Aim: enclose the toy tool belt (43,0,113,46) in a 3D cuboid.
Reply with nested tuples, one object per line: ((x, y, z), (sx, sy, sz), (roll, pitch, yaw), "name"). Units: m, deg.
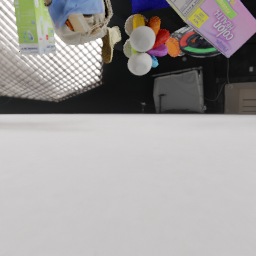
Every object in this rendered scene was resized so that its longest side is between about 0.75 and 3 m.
((-1.332, -3.030, 5.743), (1.600, 2.563, 1.575), (-25, 7, 0), "toy tool belt")

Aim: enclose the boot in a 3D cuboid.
((-0.661, -3.339, 11.190), (0.488, 1.340, 1.042), (7, 25, 23), "boot")

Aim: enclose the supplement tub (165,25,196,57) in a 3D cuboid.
((2.503, -3.853, 12.253), (1.689, 1.034, 1.034), (-35, 17, -20), "supplement tub")

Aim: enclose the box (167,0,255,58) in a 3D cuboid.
((1.659, -2.755, 6.169), (1.687, 1.918, 0.927), (20, -54, -41), "box")

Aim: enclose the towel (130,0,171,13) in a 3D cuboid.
((1.464, -3.962, 7.751), (2.956, 0.732, 2.183), (-9, -5, 5), "towel")

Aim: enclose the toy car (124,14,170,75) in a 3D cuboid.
((0.636, -2.705, 9.069), (1.392, 1.857, 1.625), (-3, 42, -9), "toy car")

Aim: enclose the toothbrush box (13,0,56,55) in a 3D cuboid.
((-2.811, -3.084, 8.587), (0.691, 1.605, 1.169), (3, 17, 10), "toothbrush box")

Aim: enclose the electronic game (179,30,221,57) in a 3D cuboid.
((2.625, -2.932, 9.433), (1.830, 0.381, 1.830), (-9, 43, 8), "electronic game")
